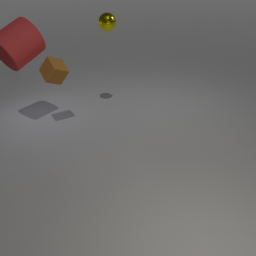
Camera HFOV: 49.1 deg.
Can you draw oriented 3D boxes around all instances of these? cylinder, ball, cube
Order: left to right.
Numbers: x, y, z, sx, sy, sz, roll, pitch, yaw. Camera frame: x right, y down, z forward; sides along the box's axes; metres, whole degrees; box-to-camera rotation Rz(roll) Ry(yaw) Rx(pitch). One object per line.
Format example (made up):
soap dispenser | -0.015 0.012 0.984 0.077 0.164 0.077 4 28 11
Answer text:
cylinder | -3.965 -3.013 10.096 1.400 1.400 1.400 24 62 36
cube | -2.750 -2.132 10.437 0.700 0.700 0.700 1 48 -50
ball | -0.818 -4.166 11.025 0.700 0.700 0.700 0 29 0
